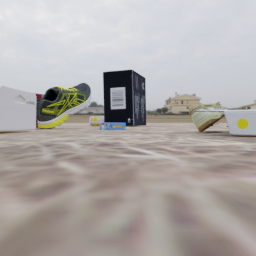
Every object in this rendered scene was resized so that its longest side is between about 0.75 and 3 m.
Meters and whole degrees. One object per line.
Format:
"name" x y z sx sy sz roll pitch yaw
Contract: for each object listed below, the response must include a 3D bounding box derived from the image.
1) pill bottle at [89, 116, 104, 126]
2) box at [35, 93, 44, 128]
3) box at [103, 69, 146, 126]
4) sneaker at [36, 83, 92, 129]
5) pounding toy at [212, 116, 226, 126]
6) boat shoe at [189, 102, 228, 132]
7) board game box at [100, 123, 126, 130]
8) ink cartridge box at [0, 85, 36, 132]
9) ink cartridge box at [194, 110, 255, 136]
"pill bottle" -1.552 -0.371 15.445 1.053 0.549 0.549 1 2 14
"box" -4.044 -0.576 9.081 1.271 1.217 2.549 1 2 34
"box" -0.096 -1.513 15.344 1.685 2.822 2.870 -1 1 17
"sneaker" -2.155 -1.026 9.644 0.978 1.112 2.627 9 39 27
"pounding toy" 4.646 -0.433 15.036 1.485 0.679 1.305 1 1 30
"boat shoe" 1.960 -0.380 6.780 0.694 0.594 1.895 -41 -11 23
"board game box" -0.492 -0.058 8.718 0.745 0.213 0.761 0 1 -8
"ink cartridge box" -3.502 -0.387 6.363 2.275 0.959 1.661 0 1 10
"ink cartridge box" 2.767 -0.116 5.102 2.343 0.550 2.315 -1 2 38
